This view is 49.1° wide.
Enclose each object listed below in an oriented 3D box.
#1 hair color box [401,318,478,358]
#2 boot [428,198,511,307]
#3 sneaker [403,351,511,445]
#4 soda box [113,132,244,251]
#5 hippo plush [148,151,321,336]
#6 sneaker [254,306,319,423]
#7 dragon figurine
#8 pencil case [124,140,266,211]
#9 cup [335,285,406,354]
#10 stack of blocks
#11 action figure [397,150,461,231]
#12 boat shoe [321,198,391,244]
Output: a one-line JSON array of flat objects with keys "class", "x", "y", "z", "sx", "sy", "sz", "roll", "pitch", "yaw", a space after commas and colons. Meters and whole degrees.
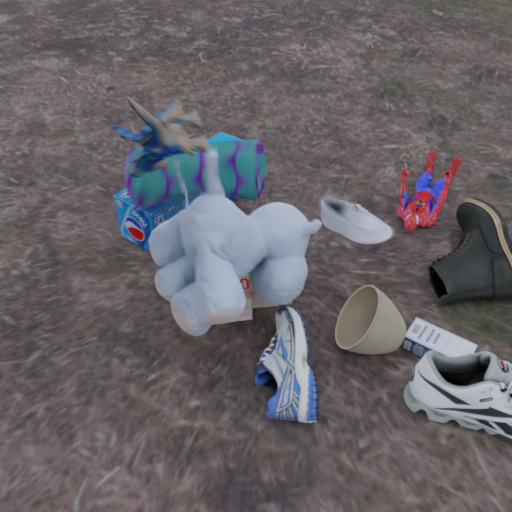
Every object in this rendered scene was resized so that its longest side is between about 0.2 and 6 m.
[{"class": "hair color box", "x": 2.982, "y": 1.483, "z": 9.153, "sx": 1.059, "sy": 0.321, "sz": 0.530, "roll": 26, "pitch": 47, "yaw": 26}, {"class": "boot", "x": 3.877, "y": -0.145, "z": 10.631, "sx": 1.692, "sy": 0.947, "sz": 2.446, "roll": -9, "pitch": 41, "yaw": -3}, {"class": "sneaker", "x": 3.541, "y": 1.971, "z": 8.001, "sx": 2.612, "sy": 1.156, "sz": 0.968, "roll": 8, "pitch": 41, "yaw": 7}, {"class": "soda box", "x": -1.370, "y": -1.415, "z": 11.893, "sx": 1.112, "sy": 1.052, "sz": 3.278, "roll": 26, "pitch": 48, "yaw": 29}, {"class": "hippo plush", "x": -0.318, "y": -0.173, "z": 9.085, "sx": 2.210, "sy": 2.749, "sz": 2.190, "roll": -5, "pitch": 6, "yaw": -36}, {"class": "sneaker", "x": 0.384, "y": 1.611, "z": 8.685, "sx": 0.892, "sy": 0.807, "sz": 2.094, "roll": -7, "pitch": 41, "yaw": -1}, {"class": "dragon figurine", "x": -1.501, "y": -1.574, "z": 7.865, "sx": 1.318, "sy": 0.780, "sz": 2.652, "roll": -18, "pitch": 7, "yaw": 14}, {"class": "pencil case", "x": -1.062, "y": -1.466, "z": 10.153, "sx": 2.466, "sy": 1.140, "sz": 1.049, "roll": -2, "pitch": 17, "yaw": 4}, {"class": "cup", "x": 1.937, "y": 1.145, "z": 9.096, "sx": 0.805, "sy": 1.125, "sz": 1.125, "roll": 27, "pitch": 38, "yaw": -17}, {"class": "stack of blocks", "x": -0.288, "y": 0.598, "z": 9.984, "sx": 1.823, "sy": 0.534, "sz": 1.050, "roll": -6, "pitch": 42, "yaw": -8}, {"class": "action figure", "x": 3.737, "y": -1.667, "z": 12.016, "sx": 0.934, "sy": 1.417, "sz": 2.862, "roll": 18, "pitch": 47, "yaw": 21}, {"class": "boat shoe", "x": 1.653, "y": -0.650, "z": 9.504, "sx": 0.540, "sy": 0.514, "sz": 1.500, "roll": -31, "pitch": 34, "yaw": -17}]
